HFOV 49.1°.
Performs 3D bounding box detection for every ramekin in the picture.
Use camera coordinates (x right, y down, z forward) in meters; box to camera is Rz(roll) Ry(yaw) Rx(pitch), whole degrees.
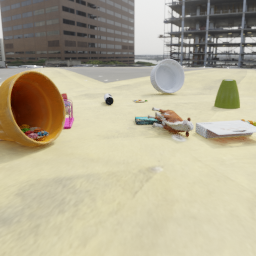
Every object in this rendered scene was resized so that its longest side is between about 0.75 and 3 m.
[{"bbox_3d":[2.540,-3.364,18.612,2.215,2.215,1.080,-6,2,-20],"label":"ramekin"}]

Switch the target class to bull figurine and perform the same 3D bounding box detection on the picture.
[{"bbox_3d":[1.488,-0.262,10.013,1.284,0.689,2.115,14,10,-9],"label":"bull figurine"}]

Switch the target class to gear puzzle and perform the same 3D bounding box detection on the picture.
[{"bbox_3d":[-3.040,0.057,8.840,0.661,0.167,1.275,-18,27,-38],"label":"gear puzzle"}]

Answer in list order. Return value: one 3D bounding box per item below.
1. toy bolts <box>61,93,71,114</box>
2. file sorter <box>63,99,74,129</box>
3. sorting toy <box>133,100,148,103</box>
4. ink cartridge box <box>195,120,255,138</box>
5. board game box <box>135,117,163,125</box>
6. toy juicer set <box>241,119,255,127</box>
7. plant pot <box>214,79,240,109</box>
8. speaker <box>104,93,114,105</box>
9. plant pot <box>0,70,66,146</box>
[{"bbox_3d":[-3.278,-0.893,12.879,1.325,0.919,1.266,-17,-19,-22],"label":"toy bolts"},{"bbox_3d":[-2.686,-0.577,10.936,1.004,0.906,1.445,-1,16,-6],"label":"file sorter"},{"bbox_3d":[0.714,-1.541,15.866,0.786,0.116,0.581,-6,16,-19],"label":"sorting toy"},{"bbox_3d":[3.417,0.124,9.403,1.784,0.389,1.549,-3,17,-12],"label":"ink cartridge box"},{"bbox_3d":[0.882,-0.311,11.362,1.170,0.165,0.791,-1,15,-4],"label":"board game box"},{"bbox_3d":[4.316,-0.218,10.712,1.238,0.337,0.788,0,16,1],"label":"toy juicer set"},{"bbox_3d":[5.138,-1.779,14.364,1.293,1.382,1.293,0,16,0],"label":"plant pot"},{"bbox_3d":[-1.056,-1.567,15.295,0.486,0.486,1.197,-2,15,-7],"label":"speaker"},{"bbox_3d":[-3.456,-0.475,8.733,2.028,2.215,2.215,-9,10,28],"label":"plant pot"}]
